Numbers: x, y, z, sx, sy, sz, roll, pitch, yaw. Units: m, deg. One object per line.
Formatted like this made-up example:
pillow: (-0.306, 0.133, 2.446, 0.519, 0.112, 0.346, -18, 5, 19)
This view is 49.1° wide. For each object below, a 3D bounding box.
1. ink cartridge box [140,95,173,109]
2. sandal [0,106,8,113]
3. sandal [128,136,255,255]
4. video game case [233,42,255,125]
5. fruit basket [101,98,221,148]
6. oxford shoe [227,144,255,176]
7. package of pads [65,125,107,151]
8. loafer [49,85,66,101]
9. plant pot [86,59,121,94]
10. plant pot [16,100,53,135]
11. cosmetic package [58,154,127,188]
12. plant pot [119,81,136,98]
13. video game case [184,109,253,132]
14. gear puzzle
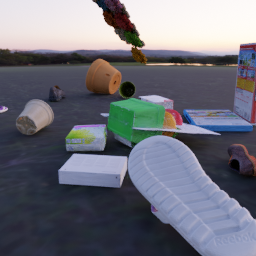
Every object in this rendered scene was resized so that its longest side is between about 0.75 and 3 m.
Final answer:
ink cartridge box: (1.040, -0.930, 10.856, 0.812, 0.471, 1.395, -7, 18, -23)
sandal: (-4.818, -0.735, 10.628, 0.351, 0.212, 0.863, -1, 15, -5)
sandal: (0.691, 0.927, 3.864, 1.015, 0.613, 2.494, -19, 32, -11)
video game case: (3.864, -1.473, 9.040, 0.214, 2.454, 1.755, 0, 15, 4)
fruit basket: (0.748, -0.047, 7.088, 2.321, 1.088, 2.150, 9, 8, -33)
oxford shoe: (2.117, 0.587, 5.430, 0.394, 0.387, 1.087, -6, 15, -1)
package of pads: (-0.947, 0.230, 6.719, 0.871, 0.385, 1.128, -1, 16, 1)
loafer: (-3.381, -1.737, 13.490, 0.662, 0.657, 1.818, -3, 14, -5)
plant pot: (-1.218, -2.612, 15.022, 1.286, 1.837, 1.837, 25, 24, 21)
plant pot: (-2.657, -0.236, 7.789, 0.890, 0.890, 0.815, 2, 26, 9)
cosmetic package: (-0.590, 0.743, 5.009, 1.064, 0.275, 0.802, 2, 13, 8)
plant pot: (0.015, -1.849, 13.911, 0.828, 0.828, 0.885, 2, 1, 7)
video game case: (2.750, -0.281, 8.974, 1.623, 0.202, 2.268, 0, 15, 3)
gear puzzle: (-0.204, -2.922, 8.472, 0.355, 2.714, 1.406, -48, 44, -10)
